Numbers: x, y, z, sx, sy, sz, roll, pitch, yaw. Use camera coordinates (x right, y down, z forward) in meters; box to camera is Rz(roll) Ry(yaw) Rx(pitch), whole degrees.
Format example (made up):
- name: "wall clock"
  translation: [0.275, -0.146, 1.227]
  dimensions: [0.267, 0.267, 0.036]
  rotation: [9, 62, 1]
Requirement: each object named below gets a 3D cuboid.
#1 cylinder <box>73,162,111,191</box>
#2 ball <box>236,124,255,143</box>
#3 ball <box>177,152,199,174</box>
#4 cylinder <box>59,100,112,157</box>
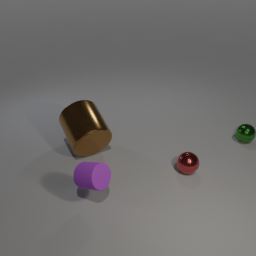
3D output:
- name: "cylinder"
  translation: [-0.919, 1.229, 7.216]
  dimensions: [0.700, 0.700, 0.700]
  rotation: [-3, 22, 38]
- name: "ball"
  translation: [4.346, 0.190, 10.341]
  dimensions: [0.700, 0.700, 0.700]
  rotation: [0, 29, 0]
- name: "ball"
  translation: [1.870, 1.088, 8.738]
  dimensions: [0.700, 0.700, 0.700]
  rotation: [0, 29, 0]
- name: "cylinder"
  translation: [-1.447, 0.011, 9.511]
  dimensions: [1.400, 1.400, 1.400]
  rotation: [-16, 57, -26]
